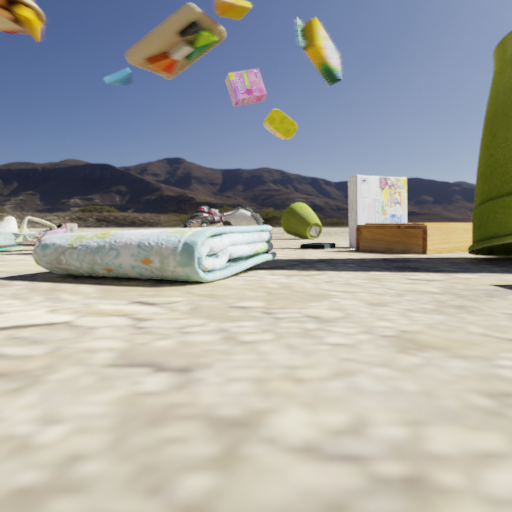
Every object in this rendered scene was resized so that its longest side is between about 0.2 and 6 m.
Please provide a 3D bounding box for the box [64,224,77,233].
[{"bbox_3d":[-7.519,-1.060,22.711,0.424,0.498,0.778,-2,4,-24],"label":"box"}]

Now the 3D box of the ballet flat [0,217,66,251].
[{"bbox_3d":[-4.678,-0.432,11.191,0.681,0.701,1.969,3,5,38],"label":"ballet flat"}]

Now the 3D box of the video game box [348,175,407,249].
[{"bbox_3d":[2.744,-0.981,12.612,1.473,1.617,0.379,-1,1,-27],"label":"video game box"}]

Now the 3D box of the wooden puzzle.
[{"bbox_3d":[-1.382,-3.838,10.247,2.671,0.312,1.802,-31,-4,24],"label":"wooden puzzle"}]

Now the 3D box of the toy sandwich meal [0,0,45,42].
[{"bbox_3d":[-4.133,-3.836,9.066,1.444,0.494,1.444,0,-3,0],"label":"toy sandwich meal"}]

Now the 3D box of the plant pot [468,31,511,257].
[{"bbox_3d":[4.697,-1.722,8.093,3.287,3.165,3.287,-2,-5,0],"label":"plant pot"}]

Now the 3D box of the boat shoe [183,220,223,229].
[{"bbox_3d":[-1.771,-0.707,16.000,1.762,0.638,0.637,-2,4,-24],"label":"boat shoe"}]

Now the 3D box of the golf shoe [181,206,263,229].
[{"bbox_3d":[-1.012,-0.802,16.981,2.769,1.069,1.220,5,31,37],"label":"golf shoe"}]

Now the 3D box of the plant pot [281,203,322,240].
[{"bbox_3d":[1.625,-1.025,18.476,1.165,1.165,1.245,-2,21,-26],"label":"plant pot"}]

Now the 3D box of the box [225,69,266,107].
[{"bbox_3d":[-0.279,-4.538,15.096,0.891,0.784,0.431,-14,-8,-14],"label":"box"}]

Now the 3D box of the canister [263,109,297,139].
[{"bbox_3d":[0.510,-2.850,12.233,0.691,0.402,0.930,36,5,-9],"label":"canister"}]

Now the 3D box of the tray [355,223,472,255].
[{"bbox_3d":[3.783,-0.411,11.740,3.318,0.614,1.637,-2,4,-41],"label":"tray"}]

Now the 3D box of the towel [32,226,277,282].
[{"bbox_3d":[-1.016,-0.046,6.552,1.995,0.561,2.331,-2,3,22],"label":"towel"}]

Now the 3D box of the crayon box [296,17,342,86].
[{"bbox_3d":[1.231,-3.985,10.793,0.320,0.779,1.239,-19,-34,27],"label":"crayon box"}]

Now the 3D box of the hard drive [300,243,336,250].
[{"bbox_3d":[1.353,-0.215,12.235,0.557,0.131,0.798,2,4,25],"label":"hard drive"}]
